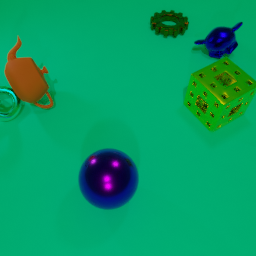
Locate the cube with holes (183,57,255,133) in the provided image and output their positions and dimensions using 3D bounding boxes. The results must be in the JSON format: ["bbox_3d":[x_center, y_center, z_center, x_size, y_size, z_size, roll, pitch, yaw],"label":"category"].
[{"bbox_3d":[2.455,-0.889,7.564,1.230,1.230,1.230,-27,60,-17],"label":"cube with holes"}]

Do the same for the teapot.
[{"bbox_3d":[-2.692,-1.426,7.625,1.010,2.062,1.282,-29,17,-6],"label":"teapot"}]

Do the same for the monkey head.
[{"bbox_3d":[2.979,-2.894,9.089,1.536,0.926,1.105,-18,36,24],"label":"monkey head"}]

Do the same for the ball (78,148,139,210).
[{"bbox_3d":[-0.423,1.107,6.148,1.328,1.328,1.328,0,56,0],"label":"ball"}]

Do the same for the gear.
[{"bbox_3d":[1.484,-3.777,10.068,1.361,0.252,1.361,0,51,0],"label":"gear"}]

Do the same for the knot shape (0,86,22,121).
[{"bbox_3d":[-3.684,-0.733,7.658,1.457,0.719,1.557,11,34,-24],"label":"knot shape"}]
